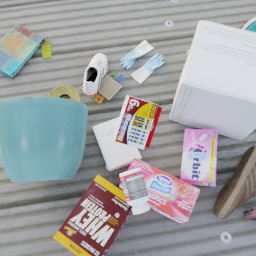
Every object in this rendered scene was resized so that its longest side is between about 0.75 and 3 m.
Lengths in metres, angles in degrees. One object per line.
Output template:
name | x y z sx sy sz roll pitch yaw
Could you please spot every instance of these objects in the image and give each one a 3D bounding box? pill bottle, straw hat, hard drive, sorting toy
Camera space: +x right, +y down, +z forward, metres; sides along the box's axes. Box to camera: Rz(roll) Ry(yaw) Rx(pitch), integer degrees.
pill bottle | 0.200 1.643 7.287 0.607 0.607 1.097 -16 79 -6
straw hat | -2.348 -0.941 10.494 1.244 0.526 1.244 0 73 1
hard drive | -0.418 0.521 9.937 1.196 0.230 1.813 -20 61 -8
sorting toy | -0.776 -1.544 10.856 0.864 0.209 1.535 37 73 18

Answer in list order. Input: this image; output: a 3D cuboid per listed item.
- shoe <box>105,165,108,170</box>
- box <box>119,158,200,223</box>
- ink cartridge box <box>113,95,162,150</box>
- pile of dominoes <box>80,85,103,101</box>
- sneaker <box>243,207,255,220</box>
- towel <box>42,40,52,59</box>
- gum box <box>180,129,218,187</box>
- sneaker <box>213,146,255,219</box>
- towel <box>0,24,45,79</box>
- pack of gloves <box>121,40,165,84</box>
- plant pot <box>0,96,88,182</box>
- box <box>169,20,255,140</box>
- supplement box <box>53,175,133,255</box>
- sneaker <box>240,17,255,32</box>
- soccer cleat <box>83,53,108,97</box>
shoe | -0.380 1.207 9.824 0.903 0.241 0.316 -25 71 -9
box | 0.966 2.039 9.022 2.285 1.173 1.082 25 71 10
ink cartridge box | 0.376 -0.146 8.972 1.313 0.627 1.496 16 96 -12
pile of dominoes | -1.226 -1.606 10.931 1.142 0.182 0.890 36 73 13
sneaker | 4.499 2.896 9.026 1.473 0.521 0.719 -2 67 -2
towel | -3.391 -3.284 11.626 0.382 0.080 0.887 -10 70 -3
gum box | 2.446 0.935 9.518 1.100 0.641 1.938 2 65 19
sneaker | 3.908 1.922 9.162 1.066 0.994 2.823 36 76 3
towel | -4.672 -3.200 11.472 1.616 0.239 2.203 30 74 11
pack of gloves | 0.596 -2.757 11.300 1.631 0.322 1.370 -43 74 -14
plant pot | -2.676 0.508 8.837 2.886 2.886 2.316 -3 81 -1
box | 3.195 -1.453 9.434 2.881 2.867 2.468 16 70 6
supplement box | -0.854 2.750 8.302 1.336 1.985 2.013 32 72 11
sneaker | 5.287 -3.916 11.408 2.708 1.049 1.078 -32 81 -11
soccer cleat | -1.226 -2.187 10.651 0.745 0.925 2.171 12 58 4
